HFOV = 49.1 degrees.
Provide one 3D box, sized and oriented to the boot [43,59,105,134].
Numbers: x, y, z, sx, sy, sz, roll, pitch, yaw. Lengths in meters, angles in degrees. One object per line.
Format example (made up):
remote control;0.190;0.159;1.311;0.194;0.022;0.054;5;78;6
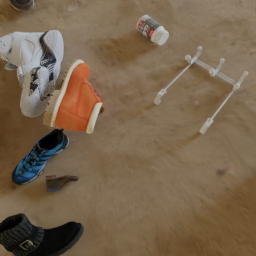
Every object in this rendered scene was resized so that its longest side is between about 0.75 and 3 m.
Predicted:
boot;-1.230;-0.864;7.577;1.355;0.948;2.527;16;48;-6

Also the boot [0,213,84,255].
boot;-1.910;2.264;6.100;1.641;0.617;1.227;-29;110;-13

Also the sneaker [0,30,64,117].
sneaker;-2.966;-1.644;8.029;1.719;1.124;2.990;5;60;3

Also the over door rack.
over door rack;2.142;-1.219;7.994;1.732;0.781;2.344;36;70;16

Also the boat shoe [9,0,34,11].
boat shoe;-3.937;-4.936;9.694;0.807;0.794;2.166;-28;68;-12

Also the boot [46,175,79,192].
boot;-1.658;1.410;7.086;0.841;0.314;0.408;0;84;0

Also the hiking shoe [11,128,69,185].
hiking shoe;-2.301;0.664;7.114;0.657;0.766;1.767;37;70;16

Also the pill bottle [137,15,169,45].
pill bottle;0.796;-3.127;8.988;0.557;0.557;0.978;-41;71;-17
